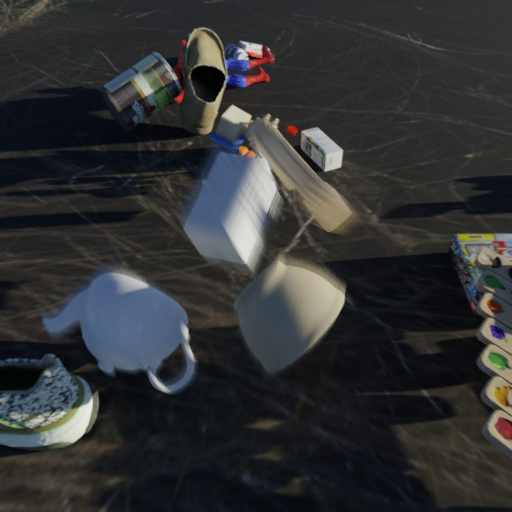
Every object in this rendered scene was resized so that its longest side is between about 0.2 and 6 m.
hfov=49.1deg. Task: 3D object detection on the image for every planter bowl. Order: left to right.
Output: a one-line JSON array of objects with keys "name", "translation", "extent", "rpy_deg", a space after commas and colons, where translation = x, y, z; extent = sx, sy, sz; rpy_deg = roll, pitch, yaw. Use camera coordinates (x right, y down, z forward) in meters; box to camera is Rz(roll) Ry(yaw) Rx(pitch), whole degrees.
[{"name": "planter bowl", "translation": [0.316, 0.667, 7.302], "extent": [0.951, 1.413, 1.413], "rpy_deg": [46, 50, -5]}]

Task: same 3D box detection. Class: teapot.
[{"name": "teapot", "translation": [-1.780, 1.077, 7.776], "extent": [1.606, 1.585, 1.173], "rpy_deg": [13, 65, 24]}]

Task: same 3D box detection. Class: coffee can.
[{"name": "coffee can", "translation": [-2.734, -3.874, 13.247], "extent": [1.597, 1.169, 1.169], "rpy_deg": [-38, 51, -10]}]

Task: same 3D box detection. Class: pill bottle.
[{"name": "pill bottle", "translation": [-0.572, -5.911, 16.475], "extent": [0.430, 0.430, 0.755], "rpy_deg": [-22, 45, -23]}]

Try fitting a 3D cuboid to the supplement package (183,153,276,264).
[{"name": "supplement package", "translation": [-0.385, -0.794, 9.188], "extent": [0.885, 0.852, 1.556], "rpy_deg": [12, 64, 23]}]

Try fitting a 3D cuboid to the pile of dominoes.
[{"name": "pile of dominoes", "translation": [4.445, 1.407, 7.437], "extent": [2.925, 0.597, 3.752], "rpy_deg": [18, 48, 1]}]

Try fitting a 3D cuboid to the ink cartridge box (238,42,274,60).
[{"name": "ink cartridge box", "translation": [0.026, -6.115, 16.674], "extent": [0.890, 0.199, 0.785], "rpy_deg": [-7, 38, -38]}]

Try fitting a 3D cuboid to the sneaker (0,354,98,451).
[{"name": "sneaker", "translation": [-3.755, 1.725, 7.078], "extent": [3.246, 1.438, 1.248], "rpy_deg": [-7, 42, -8]}]

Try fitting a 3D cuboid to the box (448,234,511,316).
[{"name": "box", "translation": [4.651, 0.287, 9.454], "extent": [2.350, 0.443, 1.605], "rpy_deg": [0, 42, 0]}]

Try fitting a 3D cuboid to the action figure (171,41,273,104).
[{"name": "action figure", "translation": [-1.474, -5.047, 14.895], "extent": [3.457, 1.128, 1.711], "rpy_deg": [-22, 62, -24]}]

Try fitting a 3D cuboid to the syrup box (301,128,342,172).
[{"name": "syrup box", "translation": [1.438, -2.379, 12.474], "extent": [0.454, 0.439, 1.114], "rpy_deg": [-18, 44, -19]}]

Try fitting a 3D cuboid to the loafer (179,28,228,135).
[{"name": "loafer", "translation": [-1.190, -4.365, 13.517], "extent": [1.154, 1.023, 3.035], "rpy_deg": [10, 65, -26]}]

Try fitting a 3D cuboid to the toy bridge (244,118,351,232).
[{"name": "toy bridge", "translation": [0.435, -1.899, 10.570], "extent": [0.548, 1.353, 4.027], "rpy_deg": [-39, 35, 6]}]

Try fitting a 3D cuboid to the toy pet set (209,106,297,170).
[{"name": "toy pet set", "translation": [-0.196, -2.426, 12.338], "extent": [1.610, 0.916, 1.725], "rpy_deg": [30, 46, 2]}]
